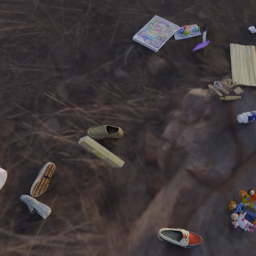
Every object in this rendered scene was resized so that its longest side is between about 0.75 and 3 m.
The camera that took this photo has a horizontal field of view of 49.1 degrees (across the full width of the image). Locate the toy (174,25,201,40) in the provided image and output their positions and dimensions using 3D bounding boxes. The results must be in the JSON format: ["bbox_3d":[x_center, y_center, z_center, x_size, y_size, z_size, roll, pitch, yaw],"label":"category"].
[{"bbox_3d":[2.933,-4.883,13.977,1.321,0.312,0.761,-10,61,-6],"label":"toy"}]

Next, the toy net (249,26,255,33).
[{"bbox_3d":[6.576,-4.792,13.997,1.128,0.218,0.592,8,64,6],"label":"toy net"}]

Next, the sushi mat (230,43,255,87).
[{"bbox_3d":[5.395,-2.951,12.996,1.209,0.153,2.528,6,61,4],"label":"sushi mat"}]

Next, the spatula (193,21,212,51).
[{"bbox_3d":[3.778,-4.541,13.697,0.693,0.252,2.451,-9,45,42],"label":"spatula"}]

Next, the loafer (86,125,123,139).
[{"bbox_3d":[-0.928,0.113,11.089,1.455,0.491,0.553,-4,61,-2],"label":"loafer"}]

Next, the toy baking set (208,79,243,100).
[{"bbox_3d":[4.269,-1.648,12.263,1.400,0.163,1.074,-8,59,0],"label":"toy baking set"}]

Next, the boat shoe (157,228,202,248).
[{"bbox_3d":[1.719,3.571,9.183,1.505,0.471,0.536,10,60,4],"label":"boat shoe"}]

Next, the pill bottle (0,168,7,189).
[{"bbox_3d":[-5.330,1.585,9.996,1.720,0.975,0.975,24,64,13],"label":"pill bottle"}]

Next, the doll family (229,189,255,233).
[{"bbox_3d":[4.054,2.751,9.629,0.969,0.704,1.561,35,84,10],"label":"doll family"}]

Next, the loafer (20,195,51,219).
[{"bbox_3d":[-3.254,2.716,9.687,1.206,0.422,0.421,24,56,12],"label":"loafer"}]

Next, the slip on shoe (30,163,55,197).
[{"bbox_3d":[-3.139,1.857,10.196,0.402,0.504,1.327,1,61,47],"label":"slip on shoe"}]

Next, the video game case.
[{"bbox_3d":[1.405,-4.733,13.950,1.440,0.181,2.011,33,66,18],"label":"video game case"}]

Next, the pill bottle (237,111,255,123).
[{"bbox_3d":[4.900,-0.430,11.432,0.758,0.421,0.421,-9,61,-5],"label":"pill bottle"}]

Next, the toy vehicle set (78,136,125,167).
[{"bbox_3d":[-0.931,0.832,9.566,1.559,0.969,0.207,37,72,-14],"label":"toy vehicle set"}]
